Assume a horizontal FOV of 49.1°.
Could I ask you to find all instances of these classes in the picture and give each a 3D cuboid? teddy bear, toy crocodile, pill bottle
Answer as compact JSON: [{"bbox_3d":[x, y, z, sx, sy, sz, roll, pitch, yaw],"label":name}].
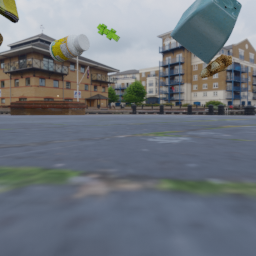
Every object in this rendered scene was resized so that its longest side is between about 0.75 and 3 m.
[{"bbox_3d":[2.787,-1.889,8.765,1.080,0.497,1.490,-38,-1,25],"label":"teddy bear"},{"bbox_3d":[-0.835,-3.989,11.717,1.366,0.461,0.422,37,12,27],"label":"toy crocodile"},{"bbox_3d":[-2.018,-2.819,9.767,1.351,0.762,0.762,-6,-1,35],"label":"pill bottle"}]

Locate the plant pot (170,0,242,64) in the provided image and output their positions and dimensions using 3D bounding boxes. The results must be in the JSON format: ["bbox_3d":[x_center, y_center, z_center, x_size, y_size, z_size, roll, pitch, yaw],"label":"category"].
[{"bbox_3d":[2.221,-2.865,7.498,1.347,1.343,1.372,35,-34,-8],"label":"plant pot"}]

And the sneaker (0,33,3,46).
[{"bbox_3d":[-4.215,-2.638,8.373,0.566,0.758,1.688,11,32,-46],"label":"sneaker"}]

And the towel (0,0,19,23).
[{"bbox_3d":[-2.768,-3.194,5.593,0.220,1.928,1.385,-15,-11,19],"label":"towel"}]
